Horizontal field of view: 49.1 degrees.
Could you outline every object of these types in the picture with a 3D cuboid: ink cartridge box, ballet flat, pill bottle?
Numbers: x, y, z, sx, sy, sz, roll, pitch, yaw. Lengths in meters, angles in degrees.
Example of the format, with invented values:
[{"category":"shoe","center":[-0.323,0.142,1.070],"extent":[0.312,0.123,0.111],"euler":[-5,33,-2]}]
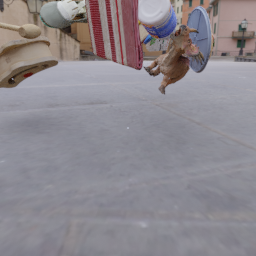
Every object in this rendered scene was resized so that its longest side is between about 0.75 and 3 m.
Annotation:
[{"category":"ink cartridge box","center":[1.401,-3.995,13.060],"extent":[0.981,0.717,0.414],"euler":[-11,49,-19]},{"category":"ballet flat","center":[-1.931,-4.045,9.578],"extent":[0.878,0.929,2.756],"euler":[-27,10,30]},{"category":"pill bottle","center":[0.927,-3.290,8.449],"extent":[1.002,1.002,1.788],"euler":[6,-1,20]}]

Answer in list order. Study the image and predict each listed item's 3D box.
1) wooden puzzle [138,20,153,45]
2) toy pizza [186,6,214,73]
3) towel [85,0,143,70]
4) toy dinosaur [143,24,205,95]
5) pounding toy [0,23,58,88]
[{"category":"wooden puzzle","center":[0.794,-4.152,11.715],"extent":[0.296,1.707,2.531],"euler":[30,47,-26]},{"category":"toy pizza","center":[2.258,-2.744,8.797],"extent":[0.316,1.995,1.995],"euler":[-6,17,-7]},{"category":"towel","center":[-0.414,-2.587,7.314],"extent":[0.275,1.743,2.420],"euler":[-21,32,-27]},{"category":"toy dinosaur","center":[1.197,-1.550,6.799],"extent":[1.405,0.889,2.072],"euler":[-36,-5,11]},{"category":"pounding toy","center":[-3.185,-2.351,8.361],"extent":[2.705,1.551,1.546],"euler":[-21,3,37]}]
